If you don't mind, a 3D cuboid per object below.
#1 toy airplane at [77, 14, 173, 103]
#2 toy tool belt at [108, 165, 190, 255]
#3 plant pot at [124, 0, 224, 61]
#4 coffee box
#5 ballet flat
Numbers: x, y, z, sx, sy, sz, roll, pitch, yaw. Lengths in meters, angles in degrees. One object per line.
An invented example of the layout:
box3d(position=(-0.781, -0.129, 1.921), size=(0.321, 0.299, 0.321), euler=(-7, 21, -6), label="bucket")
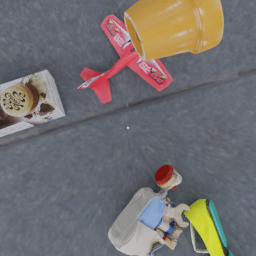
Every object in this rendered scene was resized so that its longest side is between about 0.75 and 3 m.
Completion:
box3d(position=(-0.140, -1.810, 7.934), size=(2.917, 0.536, 2.917), euler=(-2, 71, 5), label="toy airplane")
box3d(position=(0.743, 2.219, 6.924), size=(1.455, 1.479, 2.368), euler=(41, 83, -22), label="toy tool belt")
box3d(position=(0.619, -1.648, 4.349), size=(1.172, 1.280, 1.280), euler=(-24, 80, -1), label="plant pot")
box3d(position=(-2.914, -0.619, 7.586), size=(2.060, 0.822, 1.164), euler=(-19, 80, -4), label="coffee box")
box3d(position=(2.179, 3.129, 6.957), size=(0.904, 0.901, 2.696), euler=(-26, 77, 17), label="ballet flat")
